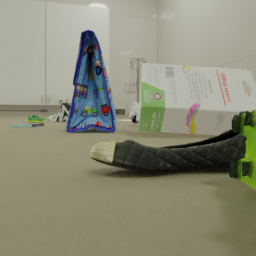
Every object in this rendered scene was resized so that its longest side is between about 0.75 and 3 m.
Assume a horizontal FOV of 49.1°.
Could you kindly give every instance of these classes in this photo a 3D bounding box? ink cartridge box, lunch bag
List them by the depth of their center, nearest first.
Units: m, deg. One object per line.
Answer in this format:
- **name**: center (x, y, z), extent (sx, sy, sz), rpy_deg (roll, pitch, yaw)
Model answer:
- **ink cartridge box**: center (1.265, -0.530, 5.223), extent (2.093, 1.226, 0.705), rpy_deg (4, -40, 0)
- **lunch bag**: center (-0.849, -1.136, 6.804), extent (1.126, 2.394, 1.802), rpy_deg (0, 3, -4)

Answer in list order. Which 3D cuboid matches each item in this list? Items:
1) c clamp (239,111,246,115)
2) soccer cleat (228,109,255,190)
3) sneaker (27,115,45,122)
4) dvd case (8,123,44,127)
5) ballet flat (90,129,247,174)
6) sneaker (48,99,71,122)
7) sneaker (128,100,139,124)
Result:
- **c clamp**: center (2.401, -0.306, 6.716), extent (2.622, 0.355, 2.240), rpy_deg (0, 15, 14)
- **soccer cleat**: center (0.761, 0.091, 0.705), extent (0.714, 0.594, 1.761), rpy_deg (4, 1, 10)
- **sneaker**: center (-4.523, -0.472, 13.876), extent (0.930, 0.389, 0.345), rpy_deg (-2, 2, -43)
- **dvd case**: center (-3.269, -0.097, 9.089), extent (0.754, 0.114, 1.032), rpy_deg (0, 2, 4)
- **ballet flat**: center (0.330, 0.135, 1.970), extent (1.187, 0.337, 0.394), rpy_deg (0, 3, -9)
- **sneaker**: center (-3.224, -0.845, 13.944), extent (1.732, 1.127, 0.691), rpy_deg (1, 2, 31)
- **sneaker**: center (0.285, -0.503, 9.492), extent (0.726, 0.621, 1.666), rpy_deg (-45, 14, -9)
